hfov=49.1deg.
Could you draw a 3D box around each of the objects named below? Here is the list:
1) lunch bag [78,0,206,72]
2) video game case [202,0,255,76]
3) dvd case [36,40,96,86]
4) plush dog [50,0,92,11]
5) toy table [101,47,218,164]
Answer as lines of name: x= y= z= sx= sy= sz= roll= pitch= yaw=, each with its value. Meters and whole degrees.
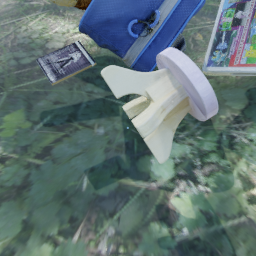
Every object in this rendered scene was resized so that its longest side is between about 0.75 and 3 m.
lunch bag: x=0.399 y=-2.351 z=6.004 sx=1.965 sy=2.018 sz=2.970 roll=34 pitch=20 yaw=-10
video game case: x=3.122 y=-2.480 z=5.923 sx=2.635 sy=0.332 sz=2.892 roll=13 pitch=85 yaw=46
dvd case: x=-1.252 y=-1.337 z=5.675 sx=0.996 sy=0.080 sz=0.741 roll=-30 pitch=65 yaw=-15
plush dog: x=-1.687 y=-4.698 z=8.058 sx=2.870 sy=2.465 sz=2.303 roll=32 pitch=40 yaw=-4
toy table: x=0.503 y=-0.425 z=4.420 sx=1.119 sy=1.910 sz=1.756 roll=-33 pitch=93 yaw=2
